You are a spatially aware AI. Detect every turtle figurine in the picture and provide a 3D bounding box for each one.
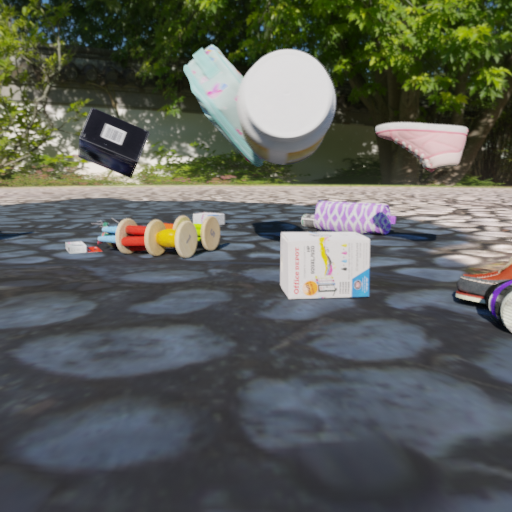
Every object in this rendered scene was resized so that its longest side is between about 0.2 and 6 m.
[{"bbox_3d":[-2.861,-0.425,11.804,1.144,0.576,0.856,14,9,11],"label":"turtle figurine"}]

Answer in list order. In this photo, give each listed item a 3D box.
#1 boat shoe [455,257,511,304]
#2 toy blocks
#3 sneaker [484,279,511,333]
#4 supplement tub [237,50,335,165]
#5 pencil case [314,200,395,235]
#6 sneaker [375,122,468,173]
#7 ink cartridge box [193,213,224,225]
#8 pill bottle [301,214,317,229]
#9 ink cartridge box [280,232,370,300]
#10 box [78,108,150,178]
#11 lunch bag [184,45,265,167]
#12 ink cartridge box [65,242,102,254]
[{"bbox_3d":[3.695,0.231,7.286,2.387,0.747,0.850,-3,12,-12],"label":"boat shoe"},{"bbox_3d":[-1.990,-0.432,11.377,2.021,0.734,1.684,4,10,24],"label":"toy blocks"},{"bbox_3d":[3.452,0.443,6.259,1.859,0.646,0.925,-1,9,-4],"label":"sneaker"},{"bbox_3d":[0.417,-2.068,7.984,1.336,1.336,1.851,0,1,1],"label":"supplement tub"},{"bbox_3d":[2.491,-0.977,14.547,2.019,0.847,0.863,8,-4,33],"label":"pencil case"},{"bbox_3d":[2.924,-1.949,10.086,1.600,0.836,0.602,7,9,13],"label":"sneaker"},{"bbox_3d":[-1.412,-1.092,16.636,0.785,0.332,0.567,6,11,37],"label":"ink cartridge box"},{"bbox_3d":[1.626,-0.959,15.669,0.672,0.380,0.380,10,13,44],"label":"pill bottle"},{"bbox_3d":[0.916,0.115,7.722,1.111,0.818,0.804,-2,10,-5],"label":"ink cartridge box"},{"bbox_3d":[-2.982,-2.299,11.645,1.226,0.755,1.216,21,-14,-14],"label":"box"},{"bbox_3d":[-0.454,-2.786,10.212,1.913,0.920,2.386,43,12,-34],"label":"lunch bag"},{"bbox_3d":[-3.584,-0.183,11.624,0.646,0.162,0.744,-6,11,-24],"label":"ink cartridge box"}]
